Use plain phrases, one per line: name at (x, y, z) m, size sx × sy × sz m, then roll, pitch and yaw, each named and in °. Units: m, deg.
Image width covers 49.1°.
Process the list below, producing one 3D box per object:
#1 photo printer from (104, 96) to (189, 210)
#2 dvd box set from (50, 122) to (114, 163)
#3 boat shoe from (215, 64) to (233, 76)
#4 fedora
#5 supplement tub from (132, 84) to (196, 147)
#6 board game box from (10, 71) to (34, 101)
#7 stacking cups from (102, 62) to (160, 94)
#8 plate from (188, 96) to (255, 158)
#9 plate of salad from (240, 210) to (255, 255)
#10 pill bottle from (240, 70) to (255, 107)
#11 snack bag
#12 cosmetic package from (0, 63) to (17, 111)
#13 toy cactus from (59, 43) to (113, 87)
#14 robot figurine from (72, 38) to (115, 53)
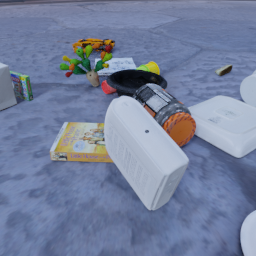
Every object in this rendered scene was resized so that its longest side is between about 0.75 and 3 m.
photo printer at (0.207, 0.452, 5.624) m, size 0.699 × 1.674 × 2.013 m, roll -25°, pitch 58°, yaw -24°
dvd box set at (-0.867, 0.351, 7.677) m, size 2.142 × 0.315 × 1.567 m, roll 2°, pitch 30°, yaw 3°
boat shoe at (4.333, -2.640, 12.593) m, size 1.024 × 0.375 × 0.321 m, roll -24°, pitch 42°, yaw -34°
fedora at (0.283, -1.291, 9.761) m, size 2.145 × 0.979 × 2.145 m, roll 0°, pitch 31°, yaw 0°
supplement tub at (0.972, -0.375, 8.014) m, size 1.232 × 1.232 × 2.010 m, roll -13°, pitch 34°, yaw -20°
board game box at (-4.089, -1.586, 10.316) m, size 1.369 × 0.921 × 0.199 m, roll 18°, pitch 36°, yaw 28°
stacking cups at (0.088, -2.033, 11.200) m, size 2.568 × 0.777 × 0.777 m, roll -22°, pitch 38°, yaw -32°
plate at (3.095, -0.305, 8.672) m, size 2.677 × 0.433 × 2.671 m, roll -21°, pitch 38°, yaw -31°
plate of salad at (2.813, 2.181, 4.486) m, size 2.086 × 0.501 × 2.086 m, roll 8°, pitch 36°, yaw -6°
pill bottle at (5.213, -1.579, 9.763) m, size 2.565 × 1.440 × 1.440 m, roll -19°, pitch 36°, yaw -25°
snack bag at (-0.633, -2.906, 13.187) m, size 1.967 × 0.223 × 2.086 m, roll -3°, pitch 32°, yaw -7°
cosmetic package at (-5.076, -1.083, 8.960) m, size 1.071 × 1.490 × 2.640 m, roll 21°, pitch 35°, yaw 30°
toy cactus at (-1.463, -2.248, 10.625) m, size 2.105 × 1.737 × 1.076 m, roll -19°, pitch 49°, yaw 5°
robot figurine at (-1.808, -4.521, 15.442) m, size 2.266 × 0.660 × 1.643 m, roll 6°, pitch 32°, yaw 11°
